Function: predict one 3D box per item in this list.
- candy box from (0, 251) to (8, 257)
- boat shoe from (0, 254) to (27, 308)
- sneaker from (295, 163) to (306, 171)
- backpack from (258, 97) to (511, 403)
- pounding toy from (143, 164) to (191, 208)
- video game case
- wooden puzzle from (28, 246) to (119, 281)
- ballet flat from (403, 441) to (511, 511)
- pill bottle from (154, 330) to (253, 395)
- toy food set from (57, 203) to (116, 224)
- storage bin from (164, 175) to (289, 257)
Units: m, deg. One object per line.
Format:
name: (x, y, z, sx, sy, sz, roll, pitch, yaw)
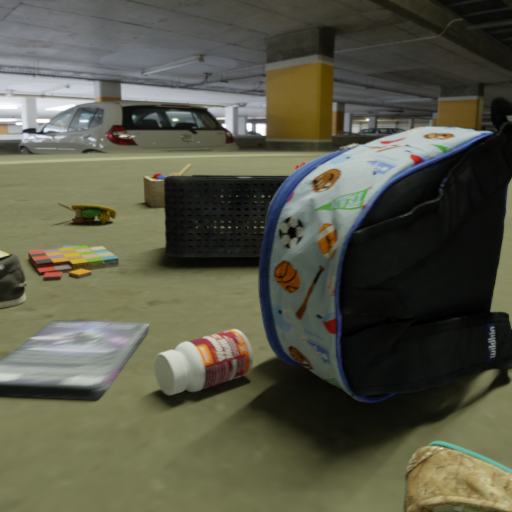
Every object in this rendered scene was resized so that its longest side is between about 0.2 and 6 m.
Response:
candy box: (-5.639, 0.008, 11.229, 0.855, 0.221, 1.672, -10, 17, -44)
boat shoe: (-4.812, 0.460, 8.210, 2.682, 0.764, 0.897, -7, 15, -28)
sneaker: (1.372, -1.820, 15.049, 1.110, 1.636, 2.833, -9, 23, -15)
backpack: (1.328, 0.020, 5.995, 2.319, 3.010, 2.867, 10, 24, 43)
pounding toy: (-2.839, -2.405, 18.975, 1.759, 1.251, 1.620, -5, 15, -21)
video game case: (-2.170, 1.162, 6.611, 1.332, 0.177, 1.864, 1, 13, 5)
wooden puzzle: (-3.645, 0.056, 11.123, 1.475, 0.175, 2.487, -8, 16, -29)
ballet flat: (1.876, 1.793, 3.292, 2.150, 0.758, 0.702, 7, 41, 37)
pill bottle: (-0.553, 1.134, 5.954, 0.960, 0.526, 0.526, -10, 17, -37)
toy food set: (-4.615, -1.081, 15.386, 1.498, 0.489, 0.881, 4, -10, 8)
storage bin: (-0.175, -0.908, 11.784, 3.348, 1.569, 2.263, 1, 9, -3)
